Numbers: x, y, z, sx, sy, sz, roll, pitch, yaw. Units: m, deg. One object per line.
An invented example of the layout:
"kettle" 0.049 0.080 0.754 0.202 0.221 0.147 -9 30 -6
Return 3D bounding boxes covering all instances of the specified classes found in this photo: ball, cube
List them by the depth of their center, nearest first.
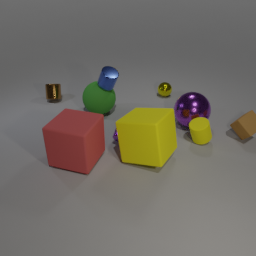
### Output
"cube" -1.638 0.375 8.827 1.400 1.400 1.400 10 32 16
"cube" 0.625 0.234 8.875 1.400 1.400 1.400 4 24 30
"cube" 4.248 -0.099 10.003 0.700 0.700 0.700 -35 82 -11
"ball" 2.474 -0.692 10.803 1.400 1.400 1.400 0 30 0
"ball" -1.214 -1.273 11.805 1.400 1.400 1.400 0 30 0
"ball" 1.776 -1.862 13.523 0.700 0.700 0.700 0 30 0

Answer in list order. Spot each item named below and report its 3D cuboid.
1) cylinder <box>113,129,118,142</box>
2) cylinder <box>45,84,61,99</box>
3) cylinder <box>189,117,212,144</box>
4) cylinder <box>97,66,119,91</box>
"cylinder" -0.107 0.127 9.853 0.700 0.700 0.700 12 66 19
"cylinder" -3.466 -1.690 13.011 0.700 0.700 0.700 -2 7 0
"cylinder" 2.564 0.099 9.899 0.700 0.700 0.700 -15 38 12
"cylinder" -0.793 -1.969 11.118 0.700 0.700 0.700 13 50 -15
